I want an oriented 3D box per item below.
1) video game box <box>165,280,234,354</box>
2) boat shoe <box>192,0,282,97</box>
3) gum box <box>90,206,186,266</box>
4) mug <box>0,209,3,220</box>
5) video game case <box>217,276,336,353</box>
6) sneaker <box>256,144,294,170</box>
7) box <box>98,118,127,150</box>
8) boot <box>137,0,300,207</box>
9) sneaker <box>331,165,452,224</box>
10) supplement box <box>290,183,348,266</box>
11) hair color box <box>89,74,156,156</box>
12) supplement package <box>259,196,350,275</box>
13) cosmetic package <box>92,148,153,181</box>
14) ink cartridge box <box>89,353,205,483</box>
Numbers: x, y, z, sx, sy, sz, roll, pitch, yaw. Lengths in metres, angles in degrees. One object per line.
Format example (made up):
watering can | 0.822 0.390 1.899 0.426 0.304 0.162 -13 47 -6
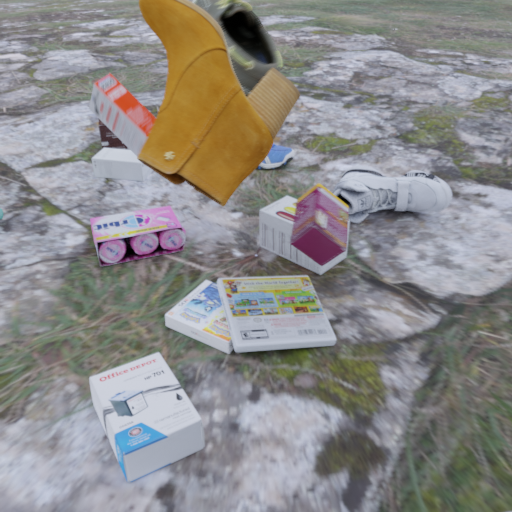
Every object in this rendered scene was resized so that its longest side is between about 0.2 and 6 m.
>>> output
video game box | -0.630 0.931 8.904 1.229 0.288 1.120 18 40 26
boat shoe | -0.307 -3.672 9.265 1.057 0.884 2.958 -4 57 -27
gum box | -2.230 -0.410 10.694 1.671 0.553 0.948 -12 34 -17
mug | -5.791 -0.761 10.850 0.872 1.410 1.159 -1 59 28
video game case | 0.287 0.862 8.720 1.577 0.181 1.436 -1 41 -17
sneaker | -0.092 -2.695 13.981 2.119 0.816 0.802 8 32 9
box | -3.774 -3.209 14.781 0.661 0.797 0.654 -8 34 -11
boot | -1.012 -2.113 7.483 2.803 0.986 2.007 38 84 8
sneaker | 2.673 -1.183 11.611 2.452 0.921 1.409 16 36 31
supplement box | 0.973 -0.477 8.462 0.675 0.532 1.031 36 41 -21
hair color box | -2.516 -2.674 10.892 1.510 0.837 0.483 44 60 -3
supplement package | 0.871 -0.416 10.463 1.499 0.821 0.853 26 41 34
cosmetic package | -3.202 -2.211 13.516 1.284 0.521 0.725 9 34 12
ink cartridge box | -1.396 1.968 7.033 1.002 0.587 1.368 -18 38 -25
